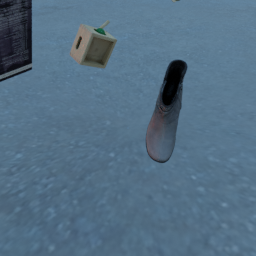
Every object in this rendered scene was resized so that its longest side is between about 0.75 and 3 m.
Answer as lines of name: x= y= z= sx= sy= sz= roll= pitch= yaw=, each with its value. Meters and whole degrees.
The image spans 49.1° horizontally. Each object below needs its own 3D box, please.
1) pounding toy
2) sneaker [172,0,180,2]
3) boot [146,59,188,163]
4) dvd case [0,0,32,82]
pounding toy: x=-0.933 y=-2.443 z=7.916 sx=1.094 sy=1.188 sz=0.845 roll=-3 pitch=39 yaw=-47
sneaker: x=1.187 y=-3.516 z=6.780 sx=0.275 sy=0.820 sz=0.368 roll=-29 pitch=24 yaw=-34
boot: x=0.588 y=-0.237 z=4.505 sx=0.540 sy=1.019 sz=1.548 roll=8 pitch=80 yaw=7
dvd case: x=-2.830 y=-1.522 z=5.138 sx=2.229 sy=2.998 sz=0.239 roll=-30 pitch=82 yaw=-25
